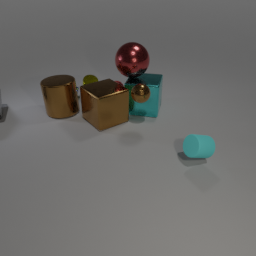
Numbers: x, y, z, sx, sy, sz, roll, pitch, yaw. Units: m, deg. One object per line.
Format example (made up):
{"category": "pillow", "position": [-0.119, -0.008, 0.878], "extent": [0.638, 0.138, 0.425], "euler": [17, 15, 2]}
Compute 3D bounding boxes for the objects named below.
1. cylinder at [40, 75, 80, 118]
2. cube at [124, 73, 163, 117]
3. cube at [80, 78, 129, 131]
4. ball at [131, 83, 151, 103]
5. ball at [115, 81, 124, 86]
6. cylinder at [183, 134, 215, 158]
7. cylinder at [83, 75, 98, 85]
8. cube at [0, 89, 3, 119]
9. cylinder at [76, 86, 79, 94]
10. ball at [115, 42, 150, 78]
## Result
{"category": "cylinder", "position": [-2.797, -1.326, 11.610], "extent": [1.400, 1.400, 1.400], "euler": [-3, 30, 1]}
{"category": "cube", "position": [0.670, -1.427, 11.846], "extent": [1.400, 1.400, 1.400], "euler": [6, 31, 11]}
{"category": "cube", "position": [-0.910, -0.949, 10.998], "extent": [1.400, 1.400, 1.400], "euler": [-21, 38, -30]}
{"category": "ball", "position": [0.459, -1.241, 10.032], "extent": [0.700, 0.700, 0.700], "euler": [0, 31, 0]}
{"category": "ball", "position": [-0.523, -1.796, 12.725], "extent": [0.700, 0.700, 0.700], "euler": [0, 31, 0]}
{"category": "cylinder", "position": [2.149, 0.556, 8.490], "extent": [0.700, 0.700, 0.700], "euler": [6, 24, -33]}
{"category": "cylinder", "position": [-1.736, -1.974, 12.894], "extent": [0.700, 0.700, 0.700], "euler": [5, 57, -8]}
{"category": "cube", "position": [-5.787, -1.157, 10.858], "extent": [1.400, 1.400, 1.400], "euler": [-8, 71, -14]}
{"category": "cylinder", "position": [-2.655, -1.612, 12.683], "extent": [0.700, 0.700, 0.700], "euler": [16, 30, -8]}
{"category": "ball", "position": [0.173, -2.728, 11.260], "extent": [1.400, 1.400, 1.400], "euler": [0, 31, 0]}
